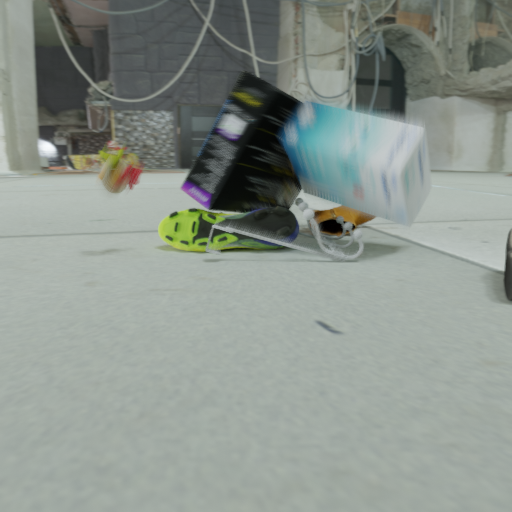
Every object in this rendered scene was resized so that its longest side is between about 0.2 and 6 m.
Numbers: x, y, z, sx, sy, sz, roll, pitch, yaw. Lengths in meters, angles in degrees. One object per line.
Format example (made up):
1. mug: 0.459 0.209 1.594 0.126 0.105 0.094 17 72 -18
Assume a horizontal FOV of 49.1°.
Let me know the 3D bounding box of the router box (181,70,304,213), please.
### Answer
1. router box: 0.250 -2.360 12.990 0.968 2.826 3.789 38 17 22

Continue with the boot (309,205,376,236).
1. boot: 2.375 -0.903 14.426 2.108 0.742 1.509 -6 18 -9

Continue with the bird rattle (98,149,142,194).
1. bird rattle: -2.740 -1.595 10.963 0.567 1.006 0.820 7 56 25

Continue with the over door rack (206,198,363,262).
1. over door rack: 0.537 -0.639 11.651 3.049 1.016 2.253 3 11 -1

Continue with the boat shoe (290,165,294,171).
1. boat shoe: 1.286 -1.877 13.469 0.644 0.583 1.808 32 -5 36

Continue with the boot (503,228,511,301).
1. boot: 4.758 0.147 8.569 1.747 0.849 2.320 4 16 23

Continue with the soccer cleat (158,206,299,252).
1. soccer cleat: -0.582 -0.470 12.165 3.036 0.981 1.270 -3 -18 5

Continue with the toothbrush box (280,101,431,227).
1. toothbrush box: 2.099 -1.896 11.526 2.670 1.139 1.955 22 -19 29
